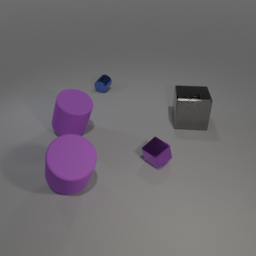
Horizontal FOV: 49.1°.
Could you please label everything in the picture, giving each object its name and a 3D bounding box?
[{"bbox_3d":[0.998,0.861,9.613,0.700,0.700,0.700,-39,47,-21],"label":"cube"},{"bbox_3d":[-1.304,-2.338,14.737,0.700,0.700,0.700,14,46,21],"label":"cylinder"},{"bbox_3d":[2.667,-0.875,11.866,1.400,1.400,1.400,3,32,4],"label":"cube"},{"bbox_3d":[-1.716,1.095,8.259,1.400,1.400,1.400,8,60,-13],"label":"cylinder"},{"bbox_3d":[-2.190,-0.562,10.957,1.400,1.400,1.400,13,46,-13],"label":"cylinder"}]
